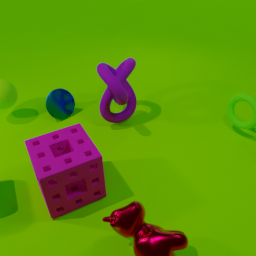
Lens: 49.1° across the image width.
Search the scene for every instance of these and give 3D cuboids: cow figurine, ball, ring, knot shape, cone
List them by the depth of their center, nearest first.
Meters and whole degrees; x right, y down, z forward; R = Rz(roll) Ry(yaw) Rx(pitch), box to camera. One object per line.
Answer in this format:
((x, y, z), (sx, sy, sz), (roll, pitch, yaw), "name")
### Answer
((0.292, 2.131, 5.058), (1.541, 0.860, 1.566), (1, 75, 8), "cow figurine")
((3.326, -0.470, 8.067), (0.213, 1.065, 1.065), (-20, 42, -32), "ring")
((-0.297, -1.067, 8.482), (0.952, 1.927, 2.059), (4, 24, 13), "knot shape")
((-3.933, -1.043, 8.718), (0.929, 0.929, 0.929), (0, 38, 0), "ball")
((-2.459, -0.789, 9.391), (1.008, 1.008, 1.012), (-30, 20, -33), "cone")

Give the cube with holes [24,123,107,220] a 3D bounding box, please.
((-1.411, 0.947, 6.431), (1.325, 1.325, 1.325), (-19, 41, -21), "cube with holes")
